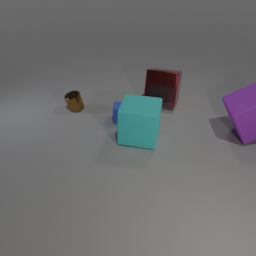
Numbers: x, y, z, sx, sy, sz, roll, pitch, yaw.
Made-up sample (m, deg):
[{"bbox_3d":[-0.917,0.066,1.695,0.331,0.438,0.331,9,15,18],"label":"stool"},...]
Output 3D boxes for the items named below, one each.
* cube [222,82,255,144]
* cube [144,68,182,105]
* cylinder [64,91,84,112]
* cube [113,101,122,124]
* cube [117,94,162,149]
[{"bbox_3d":[4.444,-0.554,10.113,1.400,1.400,1.400,-25,31,16],"label":"cube"},{"bbox_3d":[1.588,-1.907,12.642,1.400,1.400,1.400,9,17,14],"label":"cube"},{"bbox_3d":[-2.359,-1.175,12.334,0.700,0.700,0.700,-10,38,8],"label":"cylinder"},{"bbox_3d":[-0.251,-0.638,11.599,0.700,0.700,0.700,1,32,1],"label":"cube"},{"bbox_3d":[0.438,-0.258,10.243,1.400,1.400,1.400,8,33,9],"label":"cube"}]
